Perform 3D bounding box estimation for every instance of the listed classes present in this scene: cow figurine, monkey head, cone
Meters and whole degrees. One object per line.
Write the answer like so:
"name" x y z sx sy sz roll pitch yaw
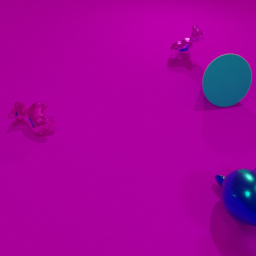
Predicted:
"cow figurine" -2.521 -0.257 7.243 1.074 0.599 1.092 -30 80 17
"cow figurine" 1.958 -2.833 9.362 1.149 1.131 0.631 -13 56 -9
"monkey head" 2.453 1.433 5.247 1.202 1.435 1.994 -28 19 4
"cone" 2.623 -1.503 8.387 1.453 1.453 1.458 -8 18 -7
